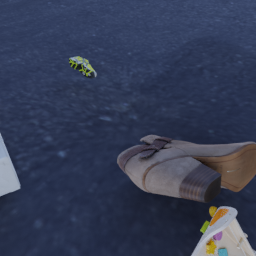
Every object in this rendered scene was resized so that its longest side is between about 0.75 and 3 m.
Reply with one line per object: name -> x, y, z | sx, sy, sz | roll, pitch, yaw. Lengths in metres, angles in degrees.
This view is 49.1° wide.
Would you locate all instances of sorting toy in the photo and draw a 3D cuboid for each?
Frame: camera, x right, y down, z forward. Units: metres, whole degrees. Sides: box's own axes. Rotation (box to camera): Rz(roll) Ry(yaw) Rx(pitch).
sorting toy -> 1.403, 2.008, 4.527 | 1.126, 1.250, 0.668 | -43, 27, -20

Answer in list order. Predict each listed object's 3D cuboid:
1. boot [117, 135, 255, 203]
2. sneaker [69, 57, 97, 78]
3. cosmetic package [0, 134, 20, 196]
boot -> 1.322, 0.617, 5.987 | 2.924, 1.027, 2.138 | -11, 21, -41
sneaker -> -1.378, -1.993, 8.921 | 1.169, 0.441, 0.447 | 39, 58, 25
cosmetic package -> -3.503, 0.342, 6.032 | 1.499, 1.078, 2.657 | -20, 47, -22
